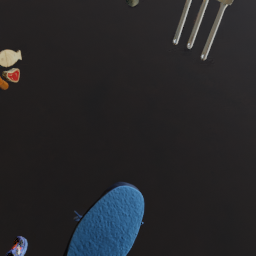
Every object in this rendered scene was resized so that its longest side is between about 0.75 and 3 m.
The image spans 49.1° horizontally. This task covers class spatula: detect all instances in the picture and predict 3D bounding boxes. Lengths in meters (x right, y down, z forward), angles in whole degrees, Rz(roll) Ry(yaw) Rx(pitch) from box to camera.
[{"bbox_3d":[2.125,-3.337,8.004,0.201,2.499,1.738,-15,44,-37],"label":"spatula"}]

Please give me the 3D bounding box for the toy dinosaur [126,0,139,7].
[{"bbox_3d":[0.129,-4.394,8.936,0.820,2.130,1.089,3,88,-12],"label":"toy dinosaur"}]

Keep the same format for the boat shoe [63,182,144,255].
[{"bbox_3d":[-0.646,1.907,4.427,1.054,0.860,2.505,34,90,-8],"label":"boat shoe"}]

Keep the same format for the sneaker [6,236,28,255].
[{"bbox_3d":[-2.189,2.434,5.453,0.327,0.341,0.869,-53,27,8],"label":"sneaker"}]

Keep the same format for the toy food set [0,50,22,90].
[{"bbox_3d":[-2.855,-1.164,5.970,0.240,0.970,1.526,9,18,17],"label":"toy food set"}]
